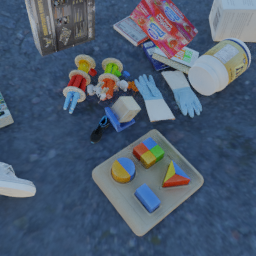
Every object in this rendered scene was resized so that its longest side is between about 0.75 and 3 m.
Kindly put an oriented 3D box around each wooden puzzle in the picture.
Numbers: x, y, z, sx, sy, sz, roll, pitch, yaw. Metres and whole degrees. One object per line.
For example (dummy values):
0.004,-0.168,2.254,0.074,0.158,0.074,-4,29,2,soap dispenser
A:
0.665,1.632,9.541,2.968,0.687,2.749,-34,66,-18,wooden puzzle

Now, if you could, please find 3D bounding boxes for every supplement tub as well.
3.709,-2.484,11.438,2.226,1.607,1.607,-38,66,-19,supplement tub

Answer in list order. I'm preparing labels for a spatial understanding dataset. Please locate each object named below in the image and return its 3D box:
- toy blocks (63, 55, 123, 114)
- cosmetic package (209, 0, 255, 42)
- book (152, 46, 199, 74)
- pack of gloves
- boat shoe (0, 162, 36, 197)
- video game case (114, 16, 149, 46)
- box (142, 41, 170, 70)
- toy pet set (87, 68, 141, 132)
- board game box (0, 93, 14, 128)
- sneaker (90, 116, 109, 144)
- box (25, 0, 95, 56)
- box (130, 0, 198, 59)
-1.444,-1.674,11.351,2.143,0.934,2.571,8,60,5,toy blocks
5.123,-5.265,12.959,2.176,1.793,1.795,2,59,0,cosmetic package
2.116,-3.230,12.364,1.899,0.456,1.269,22,55,-1,book
1.564,-1.230,11.361,2.276,0.535,2.709,-8,51,-13,pack of gloves
-4.430,1.621,9.424,2.924,1.053,1.002,6,60,12,boat shoe
0.735,-5.091,13.782,2.401,0.209,1.717,-37,66,-19,video game case
1.370,-3.272,12.630,0.970,0.260,1.602,-19,67,-11,box
-0.502,-1.075,10.944,2.344,1.245,2.189,-9,59,-52,toy pet set
-5.370,-0.703,10.911,1.228,0.535,1.664,-25,59,-21,board game box
-1.104,0.042,10.602,0.429,0.480,1.172,22,62,12,sneaker
-2.209,-3.952,9.441,2.201,2.779,0.672,-25,63,-20,box
1.144,-3.300,8.884,1.922,0.958,0.918,46,50,-7,box
